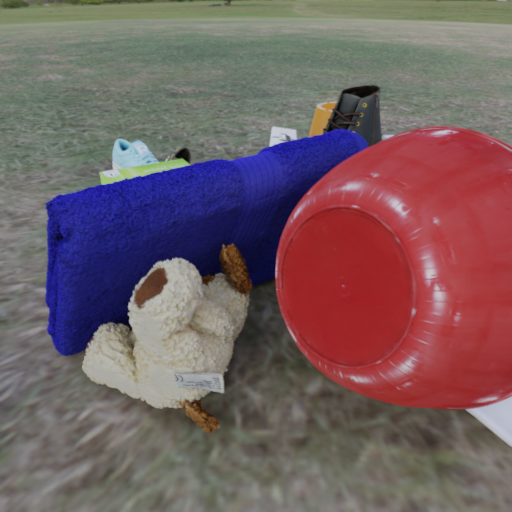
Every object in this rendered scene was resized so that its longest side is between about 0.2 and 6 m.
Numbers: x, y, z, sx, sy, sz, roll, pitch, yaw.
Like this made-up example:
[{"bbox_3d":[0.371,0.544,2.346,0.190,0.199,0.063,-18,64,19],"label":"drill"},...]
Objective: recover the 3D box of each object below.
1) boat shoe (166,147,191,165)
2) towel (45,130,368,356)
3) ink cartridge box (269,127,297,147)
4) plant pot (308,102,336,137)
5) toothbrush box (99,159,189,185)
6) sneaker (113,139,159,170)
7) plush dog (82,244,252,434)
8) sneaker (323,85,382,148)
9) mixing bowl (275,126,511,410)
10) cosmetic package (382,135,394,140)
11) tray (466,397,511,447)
[{"bbox_3d":[-1.706,-1.906,12.007,0.458,0.543,1.523,-40,25,22],"label":"boat shoe"},{"bbox_3d":[-0.718,-0.284,7.145,3.987,2.944,0.988,-20,64,-32],"label":"towel"},{"bbox_3d":[0.555,-2.151,12.427,0.579,1.026,1.398,7,30,-2],"label":"ink cartridge box"},{"bbox_3d":[1.877,-2.827,13.262,1.561,1.430,1.561,0,29,0],"label":"plant pot"},{"bbox_3d":[-1.647,-0.847,10.072,1.693,1.001,2.326,-14,33,-24],"label":"toothbrush box"},{"bbox_3d":[-2.582,-2.114,12.559,2.016,0.826,0.745,23,37,31],"label":"sneaker"},{"bbox_3d":[-0.688,0.857,6.466,1.687,2.102,1.806,43,40,-4],"label":"plush dog"},{"bbox_3d":[1.529,-2.278,11.101,1.087,1.544,2.906,21,46,31],"label":"sneaker"},{"bbox_3d":[1.327,0.205,5.566,3.080,3.080,1.668,26,21,39],"label":"mixing bowl"},{"bbox_3d":[3.408,-2.162,12.696,0.641,0.813,1.511,-6,30,-14],"label":"cosmetic package"},{"bbox_3d":[3.415,1.358,6.718,2.853,0.316,1.532,-15,31,-26],"label":"tray"}]
